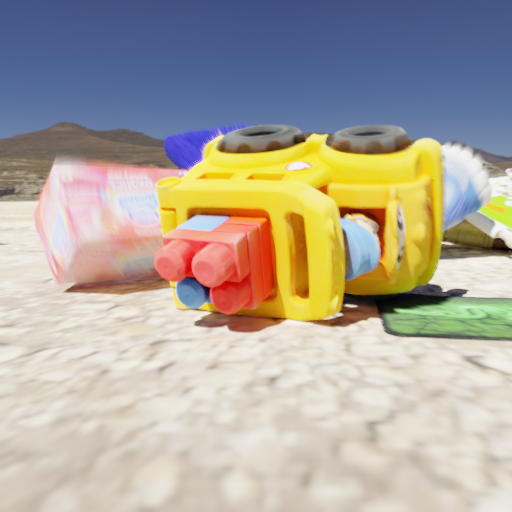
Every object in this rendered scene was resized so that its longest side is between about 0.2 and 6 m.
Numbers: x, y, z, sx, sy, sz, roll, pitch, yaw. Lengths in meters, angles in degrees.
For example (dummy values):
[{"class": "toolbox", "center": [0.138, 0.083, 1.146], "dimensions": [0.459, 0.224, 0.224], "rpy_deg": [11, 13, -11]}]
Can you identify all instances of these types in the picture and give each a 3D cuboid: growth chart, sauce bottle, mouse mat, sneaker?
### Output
[{"class": "growth chart", "center": [4.976, -1.003, 10.404], "dimensions": [3.791, 0.336, 2.744], "rpy_deg": [-12, 35, -32]}, {"class": "sauce bottle", "center": [4.318, -0.473, 10.269], "dimensions": [2.184, 0.721, 0.721], "rpy_deg": [9, 9, 19]}, {"class": "mouse mat", "center": [2.131, 0.524, 4.937], "dimensions": [2.070, 0.078, 1.665], "rpy_deg": [2, 7, 8]}, {"class": "sneaker", "center": [2.111, -1.172, 9.798], "dimensions": [1.630, 1.436, 3.657], "rpy_deg": [-39, 28, -16]}]

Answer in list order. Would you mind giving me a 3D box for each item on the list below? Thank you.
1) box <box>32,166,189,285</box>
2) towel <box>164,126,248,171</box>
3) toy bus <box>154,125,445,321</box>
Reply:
[{"class": "box", "center": [-1.428, -0.368, 6.547], "dimensions": [1.936, 0.993, 0.916], "rpy_deg": [-6, -31, -42]}, {"class": "towel", "center": [0.022, -1.352, 9.897], "dimensions": [2.947, 0.730, 2.176], "rpy_deg": [42, 35, 25]}, {"class": "toy bus", "center": [0.304, -0.177, 5.012], "dimensions": [2.483, 1.685, 2.384], "rpy_deg": [4, 22, 22]}]
